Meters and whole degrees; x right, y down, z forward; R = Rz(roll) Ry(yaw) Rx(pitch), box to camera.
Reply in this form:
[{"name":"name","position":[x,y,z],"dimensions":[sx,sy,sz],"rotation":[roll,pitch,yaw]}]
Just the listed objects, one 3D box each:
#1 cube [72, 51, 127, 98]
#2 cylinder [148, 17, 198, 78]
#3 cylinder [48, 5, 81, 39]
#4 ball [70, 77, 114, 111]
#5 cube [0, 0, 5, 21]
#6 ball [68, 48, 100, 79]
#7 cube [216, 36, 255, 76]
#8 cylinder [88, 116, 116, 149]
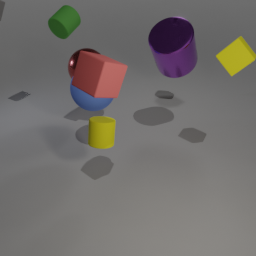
[{"name":"cube","position":[-0.565,-1.045,5.546],"dimensions":[0.700,0.700,0.700],"rotation":[31,21,30]},{"name":"cylinder","position":[1.482,-2.564,9.058],"dimensions":[1.400,1.400,1.400],"rotation":[-7,67,16]},{"name":"cylinder","position":[-1.867,-3.113,8.244],"dimensions":[0.700,0.700,0.700],"rotation":[17,58,26]},{"name":"ball","position":[-1.076,-1.221,8.647],"dimensions":[1.400,1.400,1.400],"rotation":[0,30,0]},{"name":"cube","position":[-4.908,-4.276,9.852],"dimensions":[0.700,0.700,0.700],"rotation":[28,18,14]},{"name":"ball","position":[-1.480,-2.184,10.196],"dimensions":[1.400,1.400,1.400],"rotation":[0,30,0]},{"name":"cube","position":[2.879,-1.914,7.442],"dimensions":[0.700,0.700,0.700],"rotation":[52,34,-1]},{"name":"cylinder","position":[-0.697,0.108,7.415],"dimensions":[0.700,0.700,0.700],"rotation":[4,17,-1]}]
